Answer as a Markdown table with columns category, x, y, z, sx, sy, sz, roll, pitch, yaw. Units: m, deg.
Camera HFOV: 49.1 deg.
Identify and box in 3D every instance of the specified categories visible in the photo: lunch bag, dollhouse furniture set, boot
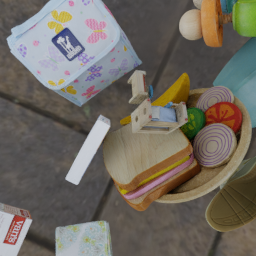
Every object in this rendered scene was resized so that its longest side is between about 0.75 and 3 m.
| category | x | y | z | sx | sy | sz | roll | pitch | yaw |
| --- | --- | --- | --- | --- | --- | --- | --- | --- | --- |
| lunch bag | -1.071 | -1.730 | 6.072 | 2.004 | 2.363 | 1.502 | -33 | 64 | 9 |
| dollhouse furniture set | 0.459 | -0.463 | 4.585 | 0.679 | 0.675 | 0.963 | 3 | 70 | -21 |
| boot | 2.371 | 1.359 | 6.136 | 2.212 | 1.710 | 0.797 | -40 | 80 | -13 |

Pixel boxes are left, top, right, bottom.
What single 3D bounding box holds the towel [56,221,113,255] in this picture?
| category | x | y | z | sx | sy | sz | roll | pitch | yaw |
| --- | --- | --- | --- | --- | --- | --- | --- | --- | --- |
| towel | -0.933 | 2.572 | 5.979 | 1.196 | 0.288 | 1.023 | -7 | 56 | -5 |

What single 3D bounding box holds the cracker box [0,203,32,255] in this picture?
| category | x | y | z | sx | sy | sz | roll | pitch | yaw |
| --- | --- | --- | --- | --- | --- | --- | --- | --- | --- |
| cracker box | -2.868 | 1.872 | 4.850 | 1.948 | 0.562 | 1.305 | 25 | 82 | -26 |

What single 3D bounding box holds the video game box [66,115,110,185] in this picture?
| category | x | y | z | sx | sy | sz | roll | pitch | yaw |
| --- | --- | --- | --- | --- | --- | --- | --- | --- | --- |
| video game box | -0.728 | 0.363 | 5.343 | 0.283 | 1.101 | 1.208 | 29 | 95 | -9 |

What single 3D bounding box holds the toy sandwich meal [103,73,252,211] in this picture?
| category | x | y | z | sx | sy | sz | roll | pitch | yaw |
| --- | --- | --- | --- | --- | --- | --- | --- | --- | --- |
| toy sandwich meal | 0.811 | 0.129 | 5.395 | 2.938 | 2.938 | 1.006 | -50 | 127 | -8 |

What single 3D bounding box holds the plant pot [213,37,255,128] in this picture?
| category | x | y | z | sx | sy | sz | roll | pitch | yaw |
| --- | --- | --- | --- | --- | --- | --- | --- | --- | --- |
| plant pot | 3.063 | -1.125 | 5.958 | 2.182 | 1.542 | 1.541 | -37 | 112 | 22 |

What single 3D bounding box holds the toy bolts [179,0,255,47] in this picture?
| category | x | y | z | sx | sy | sz | roll | pitch | yaw |
| --- | --- | --- | --- | --- | --- | --- | --- | --- | --- |
| toy bolts | 2.018 | -3.068 | 6.032 | 1.644 | 2.370 | 2.264 | 1 | 120 | 27 |
